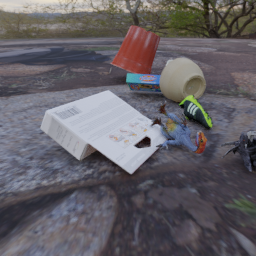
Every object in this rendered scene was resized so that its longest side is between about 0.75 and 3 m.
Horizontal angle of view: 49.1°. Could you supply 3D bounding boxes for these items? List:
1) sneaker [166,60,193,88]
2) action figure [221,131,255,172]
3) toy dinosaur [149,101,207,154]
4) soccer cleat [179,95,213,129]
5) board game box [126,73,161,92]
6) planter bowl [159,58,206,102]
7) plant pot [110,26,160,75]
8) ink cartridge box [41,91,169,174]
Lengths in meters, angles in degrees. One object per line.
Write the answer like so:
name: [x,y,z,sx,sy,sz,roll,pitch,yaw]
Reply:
sneaker: [2.223,-2.349,12.591,0.949,1.270,2.829,-3,22,-9]
action figure: [3.281,0.332,6.103,2.282,1.165,1.357,5,33,8]
toy dinosaur: [1.387,0.042,7.156,1.694,0.980,1.867,41,23,28]
soccer cleat: [2.133,-0.420,8.863,0.669,0.557,1.649,-39,35,16]
board game box: [0.894,-1.839,11.595,1.762,0.396,1.340,4,-6,8]
planter bowl: [2.182,-1.656,10.487,1.683,1.683,1.132,-9,30,-20]
plant pot: [0.517,-3.912,14.429,2.220,2.160,2.220,22,11,-5]
ink cartridge box: [-0.386,0.095,7.221,2.423,0.615,2.750,35,30,14]
